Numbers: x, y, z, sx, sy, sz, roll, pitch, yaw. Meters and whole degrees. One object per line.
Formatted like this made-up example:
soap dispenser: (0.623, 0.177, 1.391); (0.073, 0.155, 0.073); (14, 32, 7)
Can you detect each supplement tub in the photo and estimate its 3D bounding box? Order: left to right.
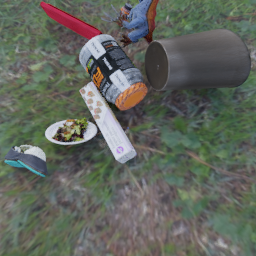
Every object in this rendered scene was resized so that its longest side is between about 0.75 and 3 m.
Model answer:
supplement tub: (-0.438, -1.714, 8.773); (1.351, 1.351, 2.205); (-30, 71, -16)
supplement tub: (-0.133, -4.287, 10.616); (0.426, 0.796, 0.426); (20, 40, -18)

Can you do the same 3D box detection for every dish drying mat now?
dish drying mat: (-1.945, -3.776, 10.201); (2.660, 1.022, 0.242); (31, 83, 14)

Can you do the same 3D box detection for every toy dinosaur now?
toy dinosaur: (0.507, -3.552, 8.396); (2.975, 2.700, 1.562); (6, 82, -32)

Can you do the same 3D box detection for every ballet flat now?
ballet flat: (-2.645, 0.781, 7.415); (1.949, 0.712, 0.712); (5, 53, 44)

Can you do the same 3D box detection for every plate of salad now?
plate of salad: (-1.646, 0.028, 8.153); (1.485, 0.357, 1.485); (1, 29, -1)

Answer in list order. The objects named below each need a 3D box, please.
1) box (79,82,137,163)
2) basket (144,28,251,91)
box: (-0.639, -0.218, 8.428); (0.525, 0.562, 2.712); (-34, 63, 7)
basket: (1.908, -1.990, 8.413); (2.515, 1.711, 2.268); (-11, 43, -22)
